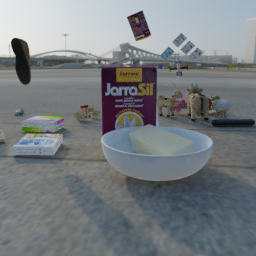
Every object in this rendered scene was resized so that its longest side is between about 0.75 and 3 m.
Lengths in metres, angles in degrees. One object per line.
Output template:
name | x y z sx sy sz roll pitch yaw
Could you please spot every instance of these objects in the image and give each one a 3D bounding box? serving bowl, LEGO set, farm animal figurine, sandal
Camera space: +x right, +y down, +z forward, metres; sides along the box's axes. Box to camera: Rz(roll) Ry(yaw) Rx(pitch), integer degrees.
serving bowl | 0.672 0.645 6.798 2.632 0.866 2.632 0 14 0
LEGO set | 2.051 -2.852 11.537 1.262 1.689 0.415 43 1 5
farm animal figurine | 2.997 -1.325 13.436 2.905 1.515 2.873 -9 19 -15
sandal | 4.246 -1.119 14.792 2.226 0.638 0.853 -11 17 -39

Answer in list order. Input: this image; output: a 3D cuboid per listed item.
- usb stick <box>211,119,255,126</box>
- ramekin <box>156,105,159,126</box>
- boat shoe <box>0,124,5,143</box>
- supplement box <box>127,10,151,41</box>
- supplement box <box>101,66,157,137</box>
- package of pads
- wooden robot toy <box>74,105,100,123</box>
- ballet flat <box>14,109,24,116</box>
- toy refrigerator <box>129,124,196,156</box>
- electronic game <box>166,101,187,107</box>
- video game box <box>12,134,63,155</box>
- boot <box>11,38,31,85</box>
usb stick | 4.412 -0.226 11.789 1.767 0.288 0.490 -1 5 -5
ramekin | 0.282 -0.558 11.667 2.021 0.985 2.021 0 13 0
boat shoe | -4.935 -0.027 9.879 2.196 0.760 0.810 13 18 43
supplement box | 0.519 -4.683 12.887 0.651 1.179 0.505 -1 30 45
supplement box | 0.018 -0.599 8.539 1.633 2.495 1.287 -2 13 -3
package of pads | -3.328 -0.171 11.126 1.389 0.474 1.073 2 13 9
wooden robot toy | -2.089 -0.665 12.919 0.769 0.747 1.695 -4 8 34
ballet flat | -5.616 -0.838 14.387 0.313 0.313 0.844 0 13 0
toy refrigerator | 0.810 0.485 6.892 0.682 0.628 1.796 -22 25 -26
electronic game | 2.841 -1.512 17.158 1.566 0.326 1.566 0 13 0
video game box | -2.722 0.489 8.604 1.183 0.304 1.298 3 16 -2
boot | -3.822 -2.465 10.430 0.625 1.698 0.641 -5 9 16
